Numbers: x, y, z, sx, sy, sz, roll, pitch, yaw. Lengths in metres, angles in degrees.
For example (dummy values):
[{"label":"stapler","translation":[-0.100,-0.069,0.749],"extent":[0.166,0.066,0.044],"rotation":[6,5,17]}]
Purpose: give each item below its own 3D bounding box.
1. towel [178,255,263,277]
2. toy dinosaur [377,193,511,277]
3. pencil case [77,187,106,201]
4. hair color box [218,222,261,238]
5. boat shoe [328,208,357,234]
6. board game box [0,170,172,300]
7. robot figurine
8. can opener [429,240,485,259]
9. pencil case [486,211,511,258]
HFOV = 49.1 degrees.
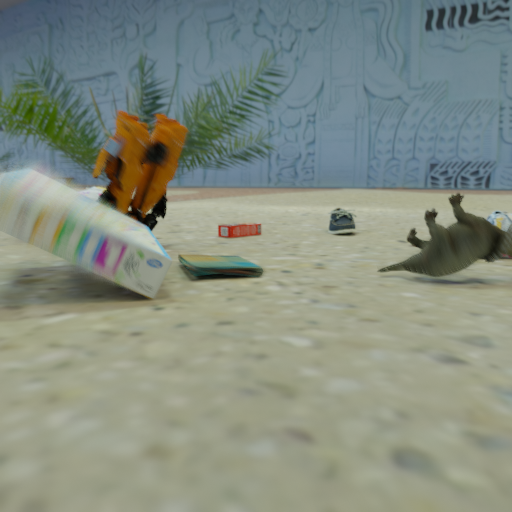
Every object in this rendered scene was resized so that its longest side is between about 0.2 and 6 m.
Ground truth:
[{"label":"towel","translation":[-0.595,0.139,8.709],"extent":[1.097,0.162,1.496],"rotation":[2,6,-16]},{"label":"toy dinosaur","translation":[2.728,-0.160,7.796],"extent":[2.109,0.812,1.079],"rotation":[-18,47,3]},{"label":"pencil case","translation":[-4.322,-1.043,13.155],"extent":[1.030,1.124,2.478],"rotation":[-13,4,27]},{"label":"hair color box","translation":[-0.383,-0.612,13.226],"extent":[0.963,0.295,0.489],"rotation":[-8,11,-43]},{"label":"boat shoe","translation":[2.154,-0.884,14.010],"extent":[0.708,0.585,1.891],"rotation":[1,9,8]},{"label":"board game box","translation":[-2.456,-0.443,7.886],"extent":[2.172,0.553,3.231],"rotation":[27,2,-18]},{"label":"robot figurine","translation":[-2.379,-1.371,10.752],"extent":[0.792,2.721,1.972],"rotation":[41,29,25]},{"label":"can opener","translation":[3.590,-0.118,9.911],"extent":[1.091,0.346,0.429],"rotation":[4,-17,-5]},{"label":"pencil case","translation":[5.032,-0.375,9.903],"extent":[1.866,0.847,0.776],"rotation":[3,13,9]}]
